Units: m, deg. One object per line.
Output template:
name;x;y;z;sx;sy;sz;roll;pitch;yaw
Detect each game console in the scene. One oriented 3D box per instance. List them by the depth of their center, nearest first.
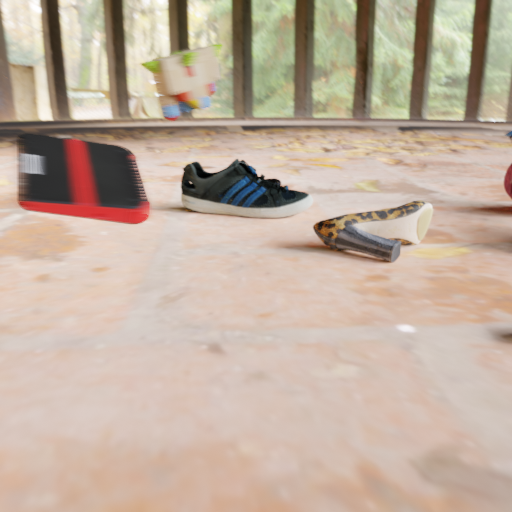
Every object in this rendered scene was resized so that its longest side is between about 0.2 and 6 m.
game console;-1.895;-0.857;6.124;1.311;0.230;1.483;2;36;-25

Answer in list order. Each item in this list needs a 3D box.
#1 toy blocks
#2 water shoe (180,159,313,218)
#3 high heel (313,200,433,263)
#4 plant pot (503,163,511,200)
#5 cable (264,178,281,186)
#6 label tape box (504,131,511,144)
toy blocks;-1.432;-3.682;12.006;0.940;1.286;1.881;13;35;42
water shoe;-0.274;-1.629;13.215;3.227;1.274;1.154;3;18;10
high heel;2.331;-0.720;10.902;1.754;0.879;2.461;19;34;31
plant pot;6.847;-1.623;13.200;1.495;1.495;1.338;-1;32;-3
cable;0.202;-2.086;16.315;0.929;0.289;1.139;-9;20;-25
label tape box;3.988;-1.571;7.634;0.767;0.354;1.071;-23;21;8
